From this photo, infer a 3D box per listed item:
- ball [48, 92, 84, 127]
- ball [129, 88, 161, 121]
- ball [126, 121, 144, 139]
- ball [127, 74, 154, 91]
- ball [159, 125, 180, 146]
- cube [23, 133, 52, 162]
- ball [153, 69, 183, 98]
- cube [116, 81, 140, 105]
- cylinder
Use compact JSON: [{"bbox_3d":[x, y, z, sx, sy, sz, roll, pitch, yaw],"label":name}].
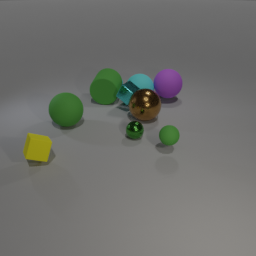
[{"bbox_3d":[-2.531,-0.755,11.473,1.400,1.400,1.400,0,28,0],"label":"ball"},{"bbox_3d":[0.725,-0.990,11.960,1.400,1.400,1.400,0,28,0],"label":"ball"},{"bbox_3d":[0.264,0.077,10.713,0.700,0.700,0.700,0,28,0],"label":"ball"},{"bbox_3d":[0.575,-1.947,13.737,1.400,1.400,1.400,0,28,0],"label":"ball"},{"bbox_3d":[1.403,0.250,9.529,0.700,0.700,0.700,0,28,0],"label":"ball"},{"bbox_3d":[-2.974,0.631,9.185,0.700,0.700,0.700,13,8,-29],"label":"cube"},{"bbox_3d":[1.942,-2.161,13.629,1.400,1.400,1.400,0,28,0],"label":"ball"},{"bbox_3d":[0.025,-1.597,12.695,0.700,0.700,0.700,40,40,9],"label":"cube"},{"bbox_3d":[-1.066,-2.069,13.866,1.400,1.400,1.400,3,31,6],"label":"cylinder"}]
